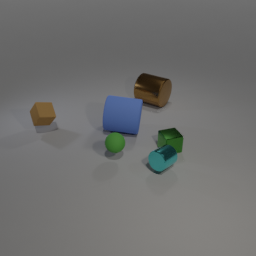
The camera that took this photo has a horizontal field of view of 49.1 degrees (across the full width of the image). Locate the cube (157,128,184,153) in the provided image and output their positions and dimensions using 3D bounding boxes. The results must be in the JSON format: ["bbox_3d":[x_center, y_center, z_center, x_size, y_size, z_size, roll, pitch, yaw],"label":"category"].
[{"bbox_3d":[1.545,0.488,10.276,0.700,0.700,0.700,-10,31,-17],"label":"cube"}]

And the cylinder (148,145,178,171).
[{"bbox_3d":[1.139,0.970,9.138,0.700,0.700,0.700,24,31,36],"label":"cylinder"}]

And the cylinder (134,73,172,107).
[{"bbox_3d":[1.219,-1.861,13.682,1.400,1.400,1.400,20,35,28],"label":"cylinder"}]

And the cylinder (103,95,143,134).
[{"bbox_3d":[-0.198,-0.535,11.249,1.400,1.400,1.400,8,30,4],"label":"cylinder"}]

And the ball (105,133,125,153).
[{"bbox_3d":[-0.441,0.504,9.541,0.700,0.700,0.700,0,29,0],"label":"ball"}]

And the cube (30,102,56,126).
[{"bbox_3d":[-3.385,-0.556,11.131,0.700,0.700,0.700,-4,64,-42],"label":"cube"}]
